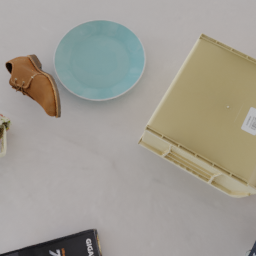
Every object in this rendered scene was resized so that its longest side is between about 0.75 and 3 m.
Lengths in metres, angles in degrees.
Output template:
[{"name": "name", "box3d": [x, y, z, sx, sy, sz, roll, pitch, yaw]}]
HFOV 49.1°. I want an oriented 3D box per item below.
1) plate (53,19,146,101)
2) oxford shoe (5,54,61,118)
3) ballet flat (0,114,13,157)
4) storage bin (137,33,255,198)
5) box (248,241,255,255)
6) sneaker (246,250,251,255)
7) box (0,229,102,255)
[{"name": "plate", "box3d": [-0.751, -1.818, 7.541, 2.461, 0.314, 2.461, 0, 73, 0]}, {"name": "oxford shoe", "box3d": [-2.255, -0.948, 6.584, 0.874, 0.874, 2.451, -15, 42, -32]}, {"name": "ballet flat", "box3d": [-3.223, 0.670, 6.233, 0.830, 0.982, 2.596, 9, 58, -12]}, {"name": "storage bin", "box3d": [2.134, -0.273, 6.540, 2.774, 1.310, 2.794, 30, 74, 8]}, {"name": "box", "box3d": [3.474, 3.164, 4.824, 2.595, 1.549, 2.638, 26, 91, 0]}, {"name": "sneaker", "box3d": [3.338, 3.059, 5.830, 1.792, 0.668, 0.780, 18, 78, 6]}, {"name": "box", "box3d": [-1.474, 3.431, 5.767, 2.148, 0.538, 2.164, -13, 73, -3]}]
